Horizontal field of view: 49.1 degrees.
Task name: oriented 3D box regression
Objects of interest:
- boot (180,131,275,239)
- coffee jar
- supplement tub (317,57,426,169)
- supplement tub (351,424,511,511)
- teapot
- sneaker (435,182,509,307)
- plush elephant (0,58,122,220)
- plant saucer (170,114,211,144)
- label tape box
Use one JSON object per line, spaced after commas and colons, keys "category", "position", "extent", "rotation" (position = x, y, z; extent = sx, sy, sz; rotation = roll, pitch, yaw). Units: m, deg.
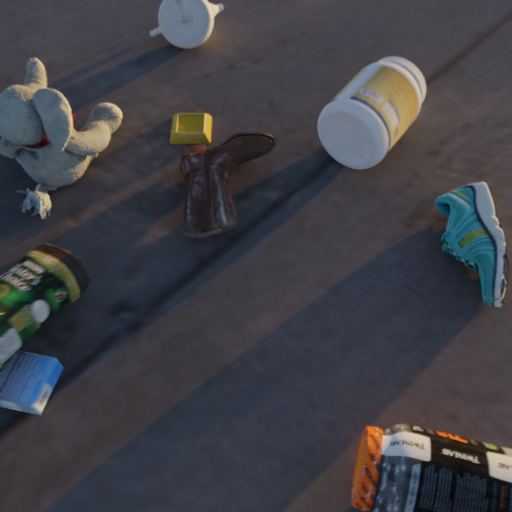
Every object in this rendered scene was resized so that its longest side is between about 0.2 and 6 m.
{"category": "boot", "position": [-0.398, -1.120, 9.067], "extent": [1.721, 0.593, 1.846], "rotation": [-13, 53, 5]}
{"category": "coffee jar", "position": [-3.158, 0.592, 7.573], "extent": [0.945, 0.773, 1.813], "rotation": [16, 44, 28]}
{"category": "supplement tub", "position": [2.009, -2.475, 9.588], "extent": [1.286, 1.286, 1.778], "rotation": [31, 60, 20]}
{"category": "supplement tub", "position": [2.053, 2.545, 6.186], "extent": [1.853, 1.135, 1.135], "rotation": [12, 56, 7]}
{"category": "teapot", "position": [-1.445, -4.839, 11.516], "extent": [1.204, 1.188, 0.879], "rotation": [23, 18, -11]}
{"category": "sneaker", "position": [3.251, -0.149, 8.414], "extent": [0.876, 0.853, 2.200], "rotation": [-12, 49, 15]}
{"category": "plush elephant", "position": [-3.503, -2.123, 8.948], "extent": [2.053, 1.930, 2.493], "rotation": [2, 55, 2]}
{"category": "plant saucer", "position": [-1.190, -2.354, 10.189], "extent": [0.732, 0.177, 0.732], "rotation": [-1, 56, 0]}
{"category": "label tape box", "position": [-3.136, 1.622, 7.322], "extent": [0.961, 0.318, 0.689], "rotation": [7, 55, 13]}
